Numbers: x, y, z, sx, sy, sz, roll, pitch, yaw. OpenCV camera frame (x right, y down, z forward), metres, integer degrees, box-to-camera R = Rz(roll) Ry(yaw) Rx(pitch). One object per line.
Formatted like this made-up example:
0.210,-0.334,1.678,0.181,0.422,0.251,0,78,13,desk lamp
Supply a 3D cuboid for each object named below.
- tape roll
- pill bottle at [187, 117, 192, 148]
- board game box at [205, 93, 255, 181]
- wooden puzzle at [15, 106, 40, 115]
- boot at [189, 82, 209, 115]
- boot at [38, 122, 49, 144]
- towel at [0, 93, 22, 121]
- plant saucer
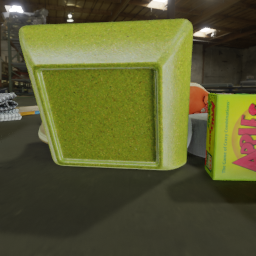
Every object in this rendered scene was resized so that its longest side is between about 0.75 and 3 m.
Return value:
2.201,0.116,5.508,2.104,0.695,2.104,0,8,0,tape roll
0.320,0.015,5.364,1.623,0.923,0.923,7,10,39,pill bottle
2.263,0.111,3.830,2.252,1.144,0.536,0,9,3,board game box
-5.387,-0.855,14.065,2.275,0.424,2.104,-1,6,30,wooden puzzle
2.279,-0.560,8.030,2.349,0.881,1.259,14,28,-29,boot
-1.087,-0.671,5.588,1.000,2.147,2.776,3,5,-27,boot
-5.857,-0.851,11.175,2.564,1.097,2.123,7,11,39,towel
-0.294,-0.226,3.808,2.227,2.230,0.534,1,33,10,plant saucer
